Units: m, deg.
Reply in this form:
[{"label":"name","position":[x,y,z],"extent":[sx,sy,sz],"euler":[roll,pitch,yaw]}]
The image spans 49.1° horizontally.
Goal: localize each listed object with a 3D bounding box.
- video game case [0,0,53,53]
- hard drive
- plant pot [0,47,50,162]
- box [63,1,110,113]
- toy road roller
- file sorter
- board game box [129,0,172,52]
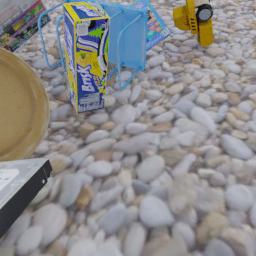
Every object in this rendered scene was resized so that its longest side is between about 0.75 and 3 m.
[{"label":"video game case","position":[-3.800,-3.631,9.381],"extent":[0.274,2.173,2.385],"euler":[43,80,14]},{"label":"hard drive","position":[-2.614,1.318,4.984],"extent":[1.699,0.460,2.432],"euler":[-6,20,15]},{"label":"plant pot","position":[-3.178,-0.324,5.931],"extent":[2.953,2.953,0.406],"euler":[-21,29,-21]},{"label":"box","position":[-1.101,-1.739,7.318],"extent":[0.884,2.748,0.963],"euler":[-14,50,-22]},{"label":"toy road roller","position":[2.477,-4.022,10.598],"extent":[1.393,1.909,1.173],"euler":[-9,51,16]},{"label":"file sorter","position":[-1.097,-2.733,8.997],"extent":[2.944,2.043,1.806],"euler":[19,46,19]},{"label":"board game box","position":[0.536,-3.562,9.701],"extent":[1.227,0.363,1.614],"euler":[-36,92,-7]}]
